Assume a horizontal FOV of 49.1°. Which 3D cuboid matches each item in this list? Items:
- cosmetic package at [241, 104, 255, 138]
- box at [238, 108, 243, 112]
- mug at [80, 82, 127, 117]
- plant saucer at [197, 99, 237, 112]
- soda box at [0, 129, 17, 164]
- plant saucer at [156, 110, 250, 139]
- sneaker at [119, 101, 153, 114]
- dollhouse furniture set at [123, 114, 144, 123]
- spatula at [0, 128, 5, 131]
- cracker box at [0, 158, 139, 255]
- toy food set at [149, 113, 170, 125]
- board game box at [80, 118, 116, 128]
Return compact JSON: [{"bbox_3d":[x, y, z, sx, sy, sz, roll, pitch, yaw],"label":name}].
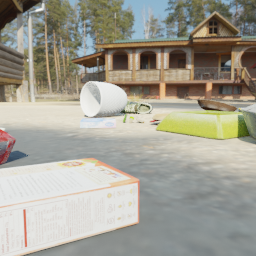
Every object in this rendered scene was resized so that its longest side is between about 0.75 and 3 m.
[{"bbox_3d":[4.004,-0.219,7.513,1.206,1.018,2.258,-20,1,8],"label":"cosmetic package"},{"bbox_3d":[5.241,-0.502,12.257,0.722,0.662,2.060,3,7,19],"label":"box"},{"bbox_3d":[-1.462,-1.477,16.389,2.319,1.952,2.644,-4,-24,-45],"label":"mug"},{"bbox_3d":[5.587,-1.280,17.748,2.496,0.457,2.496,13,-1,0],"label":"plant saucer"},{"bbox_3d":[-2.707,0.384,4.553,0.617,0.559,1.762,30,13,12],"label":"soda box"},{"bbox_3d":[2.909,-0.218,9.806,2.847,0.682,2.843,-5,9,-36],"label":"plant saucer"},{"bbox_3d":[0.451,-1.378,18.622,2.529,0.848,1.135,2,2,-8],"label":"sneaker"},{"bbox_3d":[0.265,-0.296,12.755,0.952,0.367,0.476,20,0,2],"label":"dollhouse furniture set"},{"bbox_3d":[-4.425,0.203,8.466,1.596,0.184,2.296,-4,8,-38],"label":"spatula"},{"bbox_3d":[-0.897,0.719,2.801,1.714,0.494,1.148,-3,8,-30],"label":"cracker box"},{"bbox_3d":[1.885,-0.351,11.866,1.863,0.458,1.882,-3,8,-27],"label":"toy food set"},{"bbox_3d":[-1.199,-0.215,11.366,1.389,0.301,1.382,-1,8,-5],"label":"board game box"}]
